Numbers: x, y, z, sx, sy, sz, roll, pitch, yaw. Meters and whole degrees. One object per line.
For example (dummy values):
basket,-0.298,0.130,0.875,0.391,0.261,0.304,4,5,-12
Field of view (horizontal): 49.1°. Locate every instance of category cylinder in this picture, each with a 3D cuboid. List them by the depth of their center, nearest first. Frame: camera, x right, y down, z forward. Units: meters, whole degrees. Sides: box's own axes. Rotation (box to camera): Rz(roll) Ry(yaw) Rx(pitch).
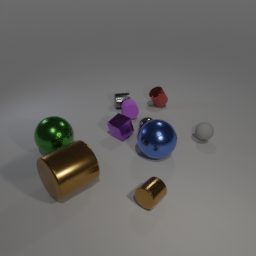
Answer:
cylinder,0.672,1.885,8.171,0.700,0.700,0.700,23,35,32
cylinder,-1.817,1.261,8.535,1.400,1.400,1.400,-26,40,-35
cylinder,0.088,-0.849,12.443,0.700,0.700,0.700,-4,25,-6
cylinder,1.446,-1.480,13.240,0.700,0.700,0.700,-20,44,21
cylinder,-0.278,-1.303,13.278,0.700,0.700,0.700,-6,33,-9

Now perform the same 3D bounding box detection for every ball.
ball,1.035,0.391,9.927,1.400,1.400,1.400,0,32,0
ball,-2.662,0.270,10.117,1.400,1.400,1.400,0,32,0
ball,2.930,0.114,10.725,0.700,0.700,0.700,0,32,0
ball,0.785,-0.091,11.352,0.700,0.700,0.700,0,32,0

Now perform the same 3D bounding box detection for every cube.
cube,-0.290,-0.044,11.100,0.700,0.700,0.700,25,55,39
